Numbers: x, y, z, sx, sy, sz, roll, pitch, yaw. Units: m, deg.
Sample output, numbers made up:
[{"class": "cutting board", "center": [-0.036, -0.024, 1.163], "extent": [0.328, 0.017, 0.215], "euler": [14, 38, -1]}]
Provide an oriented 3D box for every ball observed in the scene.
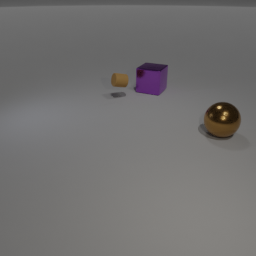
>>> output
[{"class": "ball", "center": [3.698, -0.326, 11.015], "extent": [1.400, 1.400, 1.400], "euler": [0, 27, 0]}]

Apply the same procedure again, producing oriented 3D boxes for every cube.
[{"class": "cube", "center": [1.353, -2.793, 15.810], "extent": [1.400, 1.400, 1.400], "euler": [12, 29, 22]}]

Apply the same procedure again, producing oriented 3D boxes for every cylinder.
[{"class": "cylinder", "center": [-0.431, -2.489, 14.611], "extent": [0.700, 0.700, 0.700], "euler": [0, 24, -28]}]
